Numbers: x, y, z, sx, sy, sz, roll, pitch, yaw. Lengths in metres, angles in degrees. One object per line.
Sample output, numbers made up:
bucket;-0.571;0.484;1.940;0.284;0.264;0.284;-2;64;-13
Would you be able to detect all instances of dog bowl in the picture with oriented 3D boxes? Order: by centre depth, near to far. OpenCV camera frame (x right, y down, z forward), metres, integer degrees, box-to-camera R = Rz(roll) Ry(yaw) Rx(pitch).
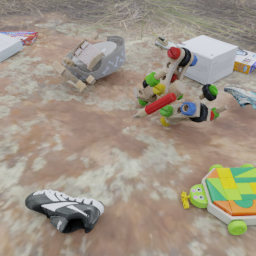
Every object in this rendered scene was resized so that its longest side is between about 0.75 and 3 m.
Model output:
dog bowl;-1.179;-2.596;10.475;2.437;0.714;2.437;-14;36;11

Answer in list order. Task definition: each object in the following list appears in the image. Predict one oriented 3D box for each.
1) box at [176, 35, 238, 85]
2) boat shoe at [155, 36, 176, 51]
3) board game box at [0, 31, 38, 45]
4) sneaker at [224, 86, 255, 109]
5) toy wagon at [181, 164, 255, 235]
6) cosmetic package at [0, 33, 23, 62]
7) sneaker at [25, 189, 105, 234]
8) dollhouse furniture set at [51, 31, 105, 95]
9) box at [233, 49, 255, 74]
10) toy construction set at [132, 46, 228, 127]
box;2.916;-2.616;10.642;1.678;1.096;1.669;-27;46;-30
boat shoe;1.745;-3.844;12.765;1.229;0.420;0.459;26;45;29
board game box;-5.762;-4.371;13.594;2.479;0.241;1.276;-1;39;-1
sneaker;3.456;-0.930;8.549;1.222;0.527;0.474;27;14;38
toy wagon;2.227;1.450;6.006;2.132;0.422;1.654;-1;38;-1
cosmetic package;-5.768;-3.587;12.236;1.828;0.472;1.378;23;51;21
sneaker;-1.351;1.700;5.585;1.660;0.552;0.751;8;36;7
dollhouse furniture set;-1.449;-2.349;9.247;1.897;0.926;1.618;-48;58;3
box;4.426;-2.830;11.486;2.153;0.447;1.282;29;47;29
toy construction set;0.974;-0.793;7.927;2.822;2.169;2.354;-24;86;-51
